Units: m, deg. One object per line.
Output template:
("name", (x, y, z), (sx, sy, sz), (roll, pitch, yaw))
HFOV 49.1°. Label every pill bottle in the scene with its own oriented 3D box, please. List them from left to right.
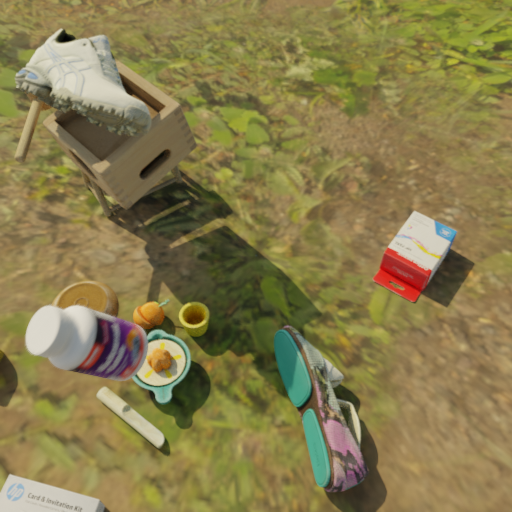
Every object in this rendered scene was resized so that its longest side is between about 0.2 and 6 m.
("pill bottle", (-1.632, 0.838, 5.452), (0.607, 1.090, 0.607), (-14, 64, 30))

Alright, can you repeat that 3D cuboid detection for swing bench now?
("swing bench", (-2.557, -2.019, 10.914), (1.754, 1.764, 1.144), (-30, 57, -19))

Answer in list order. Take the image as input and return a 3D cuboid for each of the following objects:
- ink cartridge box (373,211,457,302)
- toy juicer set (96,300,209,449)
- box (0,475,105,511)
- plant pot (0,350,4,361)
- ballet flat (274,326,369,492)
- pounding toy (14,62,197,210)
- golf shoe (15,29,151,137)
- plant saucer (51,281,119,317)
("ink cartridge box", (2.880, -0.001, 10.195), (0.892, 0.516, 1.536), (29, 59, 20))
("toy juicer set", (-1.773, 1.645, 8.890), (1.507, 0.645, 2.369), (13, 55, 10))
("box", (-2.991, 3.967, 7.331), (1.390, 0.367, 1.783), (12, 53, 9))
("plant pot", (-4.564, 1.609, 8.891), (0.668, 0.687, 0.672), (10, 53, 7))
("ballet flat", (1.008, 2.213, 8.448), (0.896, 0.871, 2.519), (-3, 56, -25))
("pounding toy", (-2.809, -2.025, 9.480), (2.683, 1.227, 2.357), (39, 76, 26))
("golf shoe", (-2.386, -2.602, 8.055), (2.654, 1.039, 1.290), (28, 90, 28))
("plant saucer", (-3.012, 0.875, 9.736), (1.197, 0.212, 1.197), (0, 53, 0))
